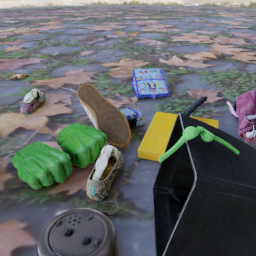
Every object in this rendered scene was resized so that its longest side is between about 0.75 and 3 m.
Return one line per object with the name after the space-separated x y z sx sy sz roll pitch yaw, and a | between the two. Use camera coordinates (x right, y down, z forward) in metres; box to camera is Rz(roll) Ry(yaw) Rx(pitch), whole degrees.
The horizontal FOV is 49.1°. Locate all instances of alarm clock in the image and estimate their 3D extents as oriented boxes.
-0.854 2.157 5.640 1.497 0.739 2.220 15 30 25 | alarm clock

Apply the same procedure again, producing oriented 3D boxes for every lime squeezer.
1.310 0.247 4.970 1.622 0.573 0.306 -3 -11 -18 | lime squeezer

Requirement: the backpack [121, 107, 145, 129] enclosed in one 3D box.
0.145 -0.383 10.148 0.910 0.613 0.831 -15 32 -27 | backpack

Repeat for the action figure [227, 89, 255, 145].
3.743 -0.312 8.957 1.396 1.256 1.875 -9 51 37 | action figure

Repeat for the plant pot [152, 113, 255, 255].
1.773 1.368 5.699 2.028 2.286 2.281 13 29 -4 | plant pot

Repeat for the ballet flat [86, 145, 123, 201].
-0.572 0.971 7.552 0.738 0.819 2.176 6 30 10 | ballet flat

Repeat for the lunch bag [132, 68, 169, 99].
1.002 -1.878 12.753 1.411 0.882 1.875 -3 42 -7 | lunch bag

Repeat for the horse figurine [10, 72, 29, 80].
-5.673 -2.730 14.635 0.920 0.230 0.610 -2 30 -4 | horse figurine

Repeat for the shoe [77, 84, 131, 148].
-0.768 -0.396 9.527 0.987 0.754 2.823 -33 62 -8 | shoe

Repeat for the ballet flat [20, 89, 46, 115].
-3.894 -1.214 11.542 0.643 0.662 1.859 4 30 7 | ballet flat

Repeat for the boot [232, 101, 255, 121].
4.727 -0.458 10.013 1.938 0.875 2.365 18 28 25 | boot

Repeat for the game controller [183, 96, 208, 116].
2.256 -0.644 9.627 1.247 0.650 0.263 -39 74 -27 | game controller

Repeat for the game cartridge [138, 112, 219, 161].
1.738 0.333 9.154 2.282 0.420 2.589 9 33 16 | game cartridge

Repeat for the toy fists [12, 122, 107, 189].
-1.769 0.756 7.876 1.363 0.920 2.675 19 36 40 | toy fists
